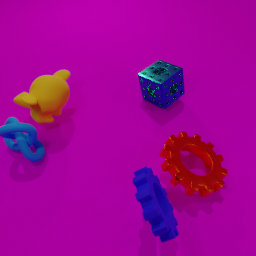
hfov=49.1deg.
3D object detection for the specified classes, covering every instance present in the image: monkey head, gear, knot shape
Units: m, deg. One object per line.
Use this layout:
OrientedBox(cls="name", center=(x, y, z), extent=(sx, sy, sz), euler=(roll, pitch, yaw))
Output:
OrientedBox(cls="monkey head", center=(-2.153, -0.830, 6.919), extent=(1.322, 1.108, 1.838), euler=(22, 37, 6))
OrientedBox(cls="gear", center=(0.502, 1.332, 4.999), extent=(0.241, 1.301, 1.301), euler=(-27, 51, 13))
OrientedBox(cls="gear", center=(1.443, 0.767, 6.174), extent=(1.510, 0.279, 1.510), euler=(13, 48, -15))
OrientedBox(cls="knot shape", center=(-2.457, 0.194, 6.376), extent=(1.259, 1.178, 0.582), euler=(35, 66, 8))

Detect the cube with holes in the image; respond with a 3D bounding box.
OrientedBox(cls="cube with holes", center=(0.923, -1.200, 7.649), extent=(0.852, 0.852, 0.852), euler=(-38, 47, -23))
